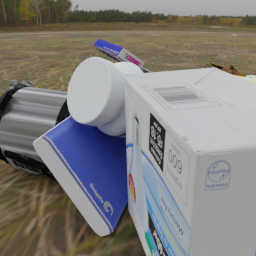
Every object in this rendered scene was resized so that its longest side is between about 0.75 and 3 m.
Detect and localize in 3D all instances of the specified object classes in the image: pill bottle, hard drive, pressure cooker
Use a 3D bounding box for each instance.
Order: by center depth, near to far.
[{"bbox_3d":[0.116,-0.426,4.957,1.265,1.265,2.174,23,8,42],"label":"pill bottle"},{"bbox_3d":[-0.393,0.385,5.247,0.340,1.769,2.681,-28,11,26],"label":"hard drive"},{"bbox_3d":[-1.856,0.028,5.923,1.990,1.750,1.778,9,21,13],"label":"pressure cooker"}]

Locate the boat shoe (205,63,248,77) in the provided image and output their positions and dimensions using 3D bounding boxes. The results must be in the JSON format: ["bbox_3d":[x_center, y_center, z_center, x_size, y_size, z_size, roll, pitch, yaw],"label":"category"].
[{"bbox_3d":[4.630,-2.538,13.104,2.460,0.836,0.885,20,30,38],"label":"boat shoe"}]

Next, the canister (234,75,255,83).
[{"bbox_3d":[4.210,-1.436,10.471,1.540,0.897,2.073,-19,28,-38],"label":"canister"}]

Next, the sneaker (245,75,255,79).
[{"bbox_3d":[4.881,-1.841,11.796,1.488,0.594,0.968,4,25,9],"label":"sneaker"}]

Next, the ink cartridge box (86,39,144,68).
[{"bbox_3d":[-0.300,-2.132,8.068,0.898,0.352,1.896,27,10,25],"label":"ink cartridge box"}]

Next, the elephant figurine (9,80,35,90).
[{"bbox_3d":[-3.874,-1.407,10.723,1.219,0.862,0.946,-1,65,-25],"label":"elephant figurine"}]

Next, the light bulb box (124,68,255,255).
[{"bbox_3d":[0.924,0.708,3.457,1.499,2.403,2.381,-6,24,-11],"label":"light bulb box"}]
